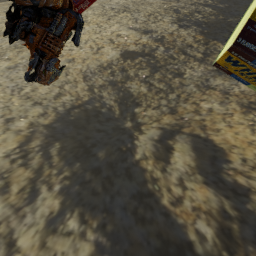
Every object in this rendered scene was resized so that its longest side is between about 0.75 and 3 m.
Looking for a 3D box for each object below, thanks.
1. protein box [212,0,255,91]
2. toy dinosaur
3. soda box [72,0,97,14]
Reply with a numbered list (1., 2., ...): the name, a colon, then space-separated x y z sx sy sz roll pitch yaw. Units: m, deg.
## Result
1. protein box: 2.964 -1.927 5.480 1.411 2.077 2.092 32 6 5
2. toy dinosaur: -1.473 -1.948 4.750 1.663 1.252 2.451 5 62 13
3. soda box: -1.049 -4.395 7.985 2.943 0.933 1.030 -30 63 24
